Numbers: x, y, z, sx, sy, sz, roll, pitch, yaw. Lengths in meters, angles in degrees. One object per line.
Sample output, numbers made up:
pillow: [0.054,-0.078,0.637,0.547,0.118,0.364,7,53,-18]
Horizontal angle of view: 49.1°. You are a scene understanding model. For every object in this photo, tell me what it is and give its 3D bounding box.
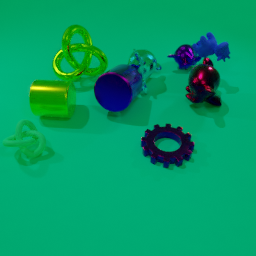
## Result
cylinder: [-2.274,-0.900,8.601,1.129,1.129,1.129,3,44,3]
gear: [1.093,0.458,7.808,1.443,0.267,1.443,0,44,0]
knot shape: [-1.815,-2.407,9.760,1.822,1.947,0.900,-36,23,0]
cylinder: [-0.274,-1.264,8.709,1.216,1.216,1.216,13,27,14]
knot shape: [-2.763,0.226,7.623,1.093,0.505,1.023,12,48,-15]
monkey head: [2.559,-1.341,8.881,1.416,1.186,1.968,22,44,-8]
monkey head: [0.552,-1.968,9.589,1.931,1.164,1.389,6,48,-59]
monkey head: [2.258,-2.746,10.502,1.487,0.896,1.070,-28,7,-16]
cow figurine: [2.858,-2.645,9.528,0.650,1.184,1.165,-33,89,-23]
